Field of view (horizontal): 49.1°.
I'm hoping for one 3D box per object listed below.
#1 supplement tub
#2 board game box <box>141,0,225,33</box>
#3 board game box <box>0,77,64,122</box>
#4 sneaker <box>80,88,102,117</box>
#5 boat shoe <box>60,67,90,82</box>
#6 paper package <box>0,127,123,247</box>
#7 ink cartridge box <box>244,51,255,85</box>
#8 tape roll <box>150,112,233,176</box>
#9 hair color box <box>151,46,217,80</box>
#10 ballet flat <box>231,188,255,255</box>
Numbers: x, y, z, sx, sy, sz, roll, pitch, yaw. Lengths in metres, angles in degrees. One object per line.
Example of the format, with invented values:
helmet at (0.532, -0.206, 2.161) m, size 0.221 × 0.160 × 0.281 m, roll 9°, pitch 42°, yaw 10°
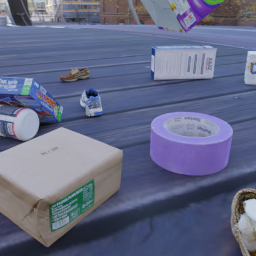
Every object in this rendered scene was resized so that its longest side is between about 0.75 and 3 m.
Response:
supplement tub at (-2.927, -0.155, 7.065) m, size 1.143 × 0.802 × 0.802 m, roll 10°, pitch 26°, yaw 20°
board game box at (1.178, -2.542, 4.086) m, size 2.128 × 1.096 × 1.116 m, roll -40°, pitch 28°, yaw 2°
board game box at (-3.337, -0.771, 7.551) m, size 2.664 × 0.459 × 1.803 m, roll 5°, pitch -18°, yaw 12°
sneaker at (-1.155, -0.971, 9.007) m, size 0.650 × 0.719 × 1.688 m, roll -8°, pitch 25°, yaw -17°
boat shoe at (-2.363, -2.408, 12.441) m, size 1.435 × 0.530 × 0.543 m, roll -21°, pitch 32°, yaw -39°
paper package at (-1.218, 0.817, 4.780) m, size 1.670 × 0.907 × 1.752 m, roll 17°, pitch 28°, yaw 33°
ink cartridge box at (5.314, -2.567, 11.891) m, size 0.554 × 1.267 × 0.920 m, roll 7°, pitch 25°, yaw 16°
tape roll at (1.362, 0.280, 6.198) m, size 1.728 × 0.734 × 1.728 m, roll -1°, pitch 24°, yaw 0°
hair color box at (2.451, -2.942, 12.593) m, size 2.742 × 1.371 × 0.830 m, roll -2°, pitch 24°, yaw -7°
ballet flat at (1.742, 1.553, 3.186) m, size 0.853 × 0.790 × 2.419 m, roll -20°, pitch 23°, yaw 3°
